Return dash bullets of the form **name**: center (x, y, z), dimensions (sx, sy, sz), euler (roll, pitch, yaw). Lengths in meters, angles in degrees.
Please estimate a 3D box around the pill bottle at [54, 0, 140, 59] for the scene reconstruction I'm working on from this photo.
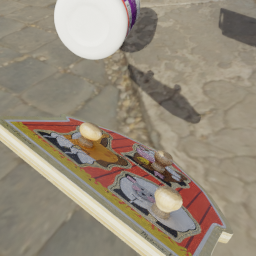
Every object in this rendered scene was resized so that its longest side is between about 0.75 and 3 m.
- **pill bottle**: center (-0.578, -2.859, 6.866), dimensions (1.587, 1.587, 2.823), euler (7, 34, 7)

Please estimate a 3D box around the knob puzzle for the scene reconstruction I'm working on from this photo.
- **knob puzzle**: center (0.146, 0.414, 3.535), dimensions (2.956, 0.410, 2.956), euler (27, 12, -6)
